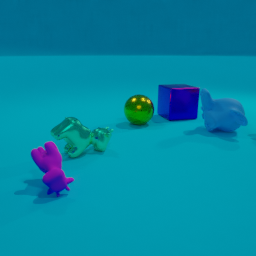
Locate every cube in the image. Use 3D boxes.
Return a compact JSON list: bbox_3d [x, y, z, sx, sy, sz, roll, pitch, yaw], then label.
[{"bbox_3d":[1.716,-0.919,9.704,1.070,1.070,1.070,-4,16,-16],"label":"cube"}]

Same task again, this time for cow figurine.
[{"bbox_3d":[-0.985,0.133,6.351,1.176,1.195,0.656,-41,30,-16],"label":"cow figurine"},{"bbox_3d":[-1.279,0.685,4.783,0.494,0.885,0.899,-28,3,-6],"label":"cow figurine"}]

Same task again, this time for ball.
[{"bbox_3d":[0.342,-0.570,8.749,0.958,0.958,0.958,0,16,0],"label":"ball"}]

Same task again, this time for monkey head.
[{"bbox_3d":[2.702,-0.572,8.043,1.152,1.375,1.911,-15,18,10],"label":"monkey head"}]
